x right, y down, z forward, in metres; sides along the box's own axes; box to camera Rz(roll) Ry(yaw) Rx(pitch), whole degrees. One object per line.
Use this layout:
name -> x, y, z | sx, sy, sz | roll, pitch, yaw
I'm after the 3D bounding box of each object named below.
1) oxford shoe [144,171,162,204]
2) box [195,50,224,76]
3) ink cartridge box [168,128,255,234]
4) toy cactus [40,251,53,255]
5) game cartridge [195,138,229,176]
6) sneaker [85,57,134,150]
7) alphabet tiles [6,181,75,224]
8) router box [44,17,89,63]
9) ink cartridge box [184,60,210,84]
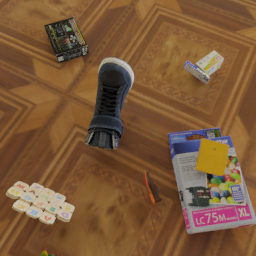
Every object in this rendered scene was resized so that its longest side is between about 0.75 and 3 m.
oxford shoe -> 0.668, 1.580, 7.580 | 0.323, 0.317, 0.890 | -18, 85, -1
box -> 2.702, -2.108, 9.443 | 0.914, 0.514, 0.463 | -35, 69, -17
ink cartridge box -> 2.211, 1.284, 7.739 | 1.729, 0.608, 2.898 | -6, 64, -5
toy cactus -> -1.790, 3.219, 6.541 | 0.949, 1.151, 0.588 | 3, 75, -18
game cartridge -> 2.233, 0.778, 7.415 | 0.768, 0.141, 0.871 | 15, 80, -1
sneaker -> -0.510, -0.467, 7.479 | 0.981, 2.581, 1.865 | 12, 62, 0
alphabet tiles -> -2.133, 1.812, 6.971 | 1.635, 1.599, 0.119 | 26, 97, -4
router box -> -2.186, -3.144, 9.947 | 1.134, 0.470, 1.513 | -21, 67, -11
ink cartridge box -> 2.150, -1.746, 8.773 | 0.880, 0.195, 0.414 | 34, 28, -6
